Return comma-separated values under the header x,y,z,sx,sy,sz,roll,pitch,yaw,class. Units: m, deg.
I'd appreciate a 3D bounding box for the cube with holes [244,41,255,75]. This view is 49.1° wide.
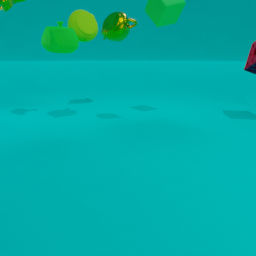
x,y,z,sx,sy,sz,roll,pitch,yaw,class
4.370,-2.196,8.633,0.957,0.957,0.957,20,-6,-1,cube with holes

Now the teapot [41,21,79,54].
x,y,z,sx,sy,sz,roll,pitch,yaw,class
-2.080,-2.766,8.515,1.137,0.896,1.829,7,23,1,teapot

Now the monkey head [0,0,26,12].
x,y,z,sx,sy,sz,roll,pitch,yaw,class
-3.449,-3.860,7.961,0.958,1.332,0.803,-18,-23,-9,monkey head

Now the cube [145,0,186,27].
x,y,z,sx,sy,sz,roll,pitch,yaw,class
1.143,-3.785,8.743,0.805,0.805,0.805,-22,-21,-27,cube

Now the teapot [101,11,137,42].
x,y,z,sx,sy,sz,roll,pitch,yaw,class
-0.327,-2.793,7.910,1.351,0.840,0.661,-8,-23,36,teapot

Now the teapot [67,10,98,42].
x,y,z,sx,sy,sz,roll,pitch,yaw,class
-1.769,-3.896,10.792,0.947,1.202,1.934,-13,38,51,teapot
